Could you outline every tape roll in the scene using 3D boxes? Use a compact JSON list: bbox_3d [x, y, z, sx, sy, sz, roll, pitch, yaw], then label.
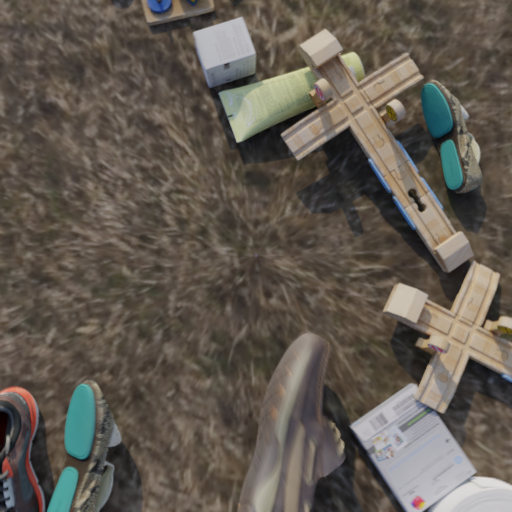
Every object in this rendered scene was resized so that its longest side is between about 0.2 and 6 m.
[{"bbox_3d":[3.373,4.198,7.998,1.894,0.662,1.894,0,81,1],"label":"tape roll"}]

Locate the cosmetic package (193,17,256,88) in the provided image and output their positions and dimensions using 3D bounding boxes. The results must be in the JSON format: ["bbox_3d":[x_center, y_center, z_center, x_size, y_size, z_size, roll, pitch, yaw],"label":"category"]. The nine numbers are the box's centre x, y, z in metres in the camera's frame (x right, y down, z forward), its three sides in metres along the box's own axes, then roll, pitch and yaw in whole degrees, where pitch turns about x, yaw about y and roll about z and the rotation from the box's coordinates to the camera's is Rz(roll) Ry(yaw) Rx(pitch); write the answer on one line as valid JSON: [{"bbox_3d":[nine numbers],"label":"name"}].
[{"bbox_3d":[-0.506,-3.310,9.162,0.839,0.692,0.692,-19,82,-2],"label":"cosmetic package"}]

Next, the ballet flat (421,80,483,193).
[{"bbox_3d":[3.214,-1.938,9.063,0.705,0.635,1.873,-14,86,-25],"label":"ballet flat"}]

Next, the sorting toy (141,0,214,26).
[{"bbox_3d":[-1.346,-4.681,9.524,2.437,0.412,1.175,-14,82,-2],"label":"sorting toy"}]

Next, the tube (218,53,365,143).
[{"bbox_3d":[0.603,-2.659,9.149,2.303,0.598,0.668,-21,46,-2],"label":"tube"}]

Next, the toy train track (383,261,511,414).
[{"bbox_3d":[3.901,1.550,8.277,4.139,0.673,2.374,27,77,0],"label":"toy train track"}]

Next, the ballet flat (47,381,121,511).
[{"bbox_3d":[-2.417,2.991,8.130,0.790,0.877,2.330,3,79,40],"label":"ballet flat"}]

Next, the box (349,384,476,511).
[{"bbox_3d":[2.325,2.886,8.384,1.190,0.314,1.526,-34,82,-5],"label":"box"}]

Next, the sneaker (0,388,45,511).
[{"bbox_3d":[-3.681,3.184,7.979,0.953,1.012,2.472,-7,81,-1],"label":"sneaker"}]

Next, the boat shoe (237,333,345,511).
[{"bbox_3d":[0.621,2.708,8.099,1.154,1.172,3.148,16,88,-8],"label":"boat shoe"}]

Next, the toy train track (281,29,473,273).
[{"bbox_3d":[2.038,-1.615,8.574,2.419,0.686,4.217,-34,92,-3],"label":"toy train track"}]
